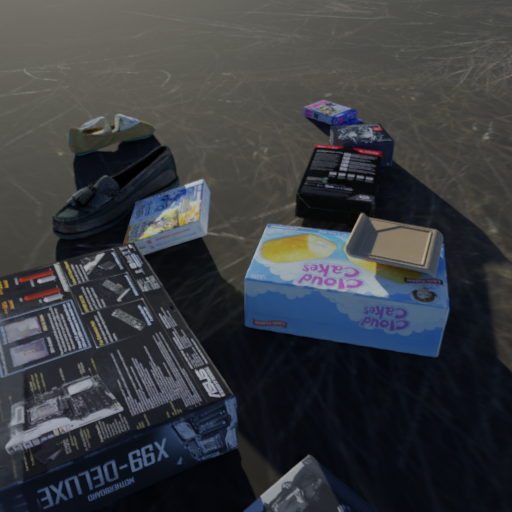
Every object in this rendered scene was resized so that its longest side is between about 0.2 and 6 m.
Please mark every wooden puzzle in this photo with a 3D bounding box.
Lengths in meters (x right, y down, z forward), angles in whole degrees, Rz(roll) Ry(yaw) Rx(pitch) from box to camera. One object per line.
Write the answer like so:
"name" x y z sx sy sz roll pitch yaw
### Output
"wooden puzzle" 1.888 -0.138 7.610 1.195 0.223 1.106 16 35 15

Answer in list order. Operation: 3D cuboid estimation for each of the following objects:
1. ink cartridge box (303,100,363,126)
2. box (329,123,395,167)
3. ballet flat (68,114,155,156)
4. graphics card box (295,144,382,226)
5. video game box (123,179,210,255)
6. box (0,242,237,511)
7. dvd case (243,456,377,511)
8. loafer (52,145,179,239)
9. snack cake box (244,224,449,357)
"ink cartridge box" 1.944 -3.582 14.142 0.797 0.280 1.336 -28 45 -34
"box" 2.249 -2.371 12.053 1.140 0.594 1.038 -5 36 -7
"ballet flat" -3.230 -2.850 12.683 2.111 0.665 0.724 -27 39 -34
"graphics card box" 1.613 -1.391 10.631 1.400 0.568 2.232 9 34 10
"video game box" -1.471 -0.648 9.415 1.344 0.345 1.475 -19 33 10
"box" -2.107 1.263 6.498 2.646 0.835 3.356 -17 38 -23
"dvd case" 0.328 2.780 4.813 1.970 0.244 1.480 -28 43 -34
"loafer" -2.547 -1.237 10.147 0.987 0.864 2.746 24 41 31
"snack cake box" 1.238 0.408 7.733 2.573 0.865 1.480 7 34 10
